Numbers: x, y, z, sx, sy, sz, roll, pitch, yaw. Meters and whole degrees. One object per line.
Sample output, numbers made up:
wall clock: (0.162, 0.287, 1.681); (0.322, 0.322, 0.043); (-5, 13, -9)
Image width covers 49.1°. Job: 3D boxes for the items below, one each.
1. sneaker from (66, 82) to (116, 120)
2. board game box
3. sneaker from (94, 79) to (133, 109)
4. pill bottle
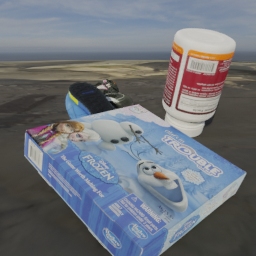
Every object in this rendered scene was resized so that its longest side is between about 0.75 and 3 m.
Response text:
sneaker: (-0.596, 0.105, 5.883); (0.864, 1.027, 2.620); (-10, 44, -31)
board game box: (0.121, 0.512, 4.040); (2.285, 0.498, 2.296); (-16, 41, -43)
sneaker: (-0.604, -0.928, 7.757); (0.935, 1.005, 2.327); (39, -15, -35)
pill bottle: (1.569, -1.025, 6.729); (1.346, 2.382, 1.346); (5, 35, -4)
